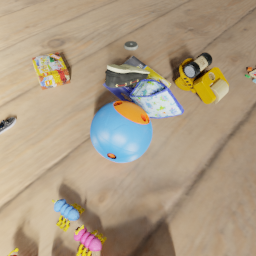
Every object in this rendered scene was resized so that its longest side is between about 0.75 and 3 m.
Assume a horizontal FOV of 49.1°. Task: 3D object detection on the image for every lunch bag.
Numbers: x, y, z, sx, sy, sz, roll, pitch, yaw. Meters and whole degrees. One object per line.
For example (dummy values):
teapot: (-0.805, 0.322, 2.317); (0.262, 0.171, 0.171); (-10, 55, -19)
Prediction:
lunch bag: (1.136, -1.070, 10.440); (1.644, 1.398, 1.048); (12, 64, 47)

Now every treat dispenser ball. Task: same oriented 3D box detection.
treat dispenser ball: (-0.222, 0.122, 9.519); (2.116, 2.116, 2.116); (0, 46, 0)

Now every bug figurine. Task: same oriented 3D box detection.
bug figurine: (-1.899, 3.205, 7.535); (2.190, 0.727, 2.824); (24, 50, 21)

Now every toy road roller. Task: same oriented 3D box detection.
toy road roller: (3.140, -2.045, 12.379); (1.387, 1.648, 2.258); (-38, 94, -31)

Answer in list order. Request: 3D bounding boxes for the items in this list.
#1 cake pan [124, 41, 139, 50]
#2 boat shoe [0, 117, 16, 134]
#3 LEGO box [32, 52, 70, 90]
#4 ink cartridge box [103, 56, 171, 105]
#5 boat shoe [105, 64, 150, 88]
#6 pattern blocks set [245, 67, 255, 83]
cake pan: (0.168, -4.528, 15.360); (0.820, 0.150, 0.820); (0, 46, 0)
boat shoe: (-4.885, -0.132, 10.989); (0.382, 0.362, 1.093); (29, 53, 25)
LEGO box: (-3.649, -2.720, 13.237); (1.345, 0.697, 1.806); (-18, 49, -16)
ink cartridge box: (0.436, -1.889, 12.103); (2.211, 0.526, 2.237); (39, 51, 4)
boat shoe: (-0.006, -1.644, 8.901); (0.757, 0.648, 2.069); (24, 24, 27)
pattern blocks set: (6.331, -2.600, 13.531); (1.400, 0.113, 1.231); (-19, 49, -18)
